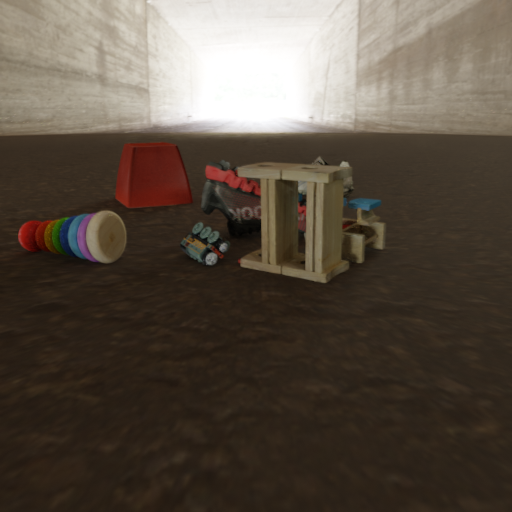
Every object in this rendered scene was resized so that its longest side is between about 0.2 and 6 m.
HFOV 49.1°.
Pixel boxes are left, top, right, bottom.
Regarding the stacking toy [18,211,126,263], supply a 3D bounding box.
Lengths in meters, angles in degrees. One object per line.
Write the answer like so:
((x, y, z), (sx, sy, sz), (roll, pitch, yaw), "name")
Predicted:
((-3.077, -0.292, 9.042), (1.908, 0.814, 0.814), (0, 14, 26), "stacking toy")

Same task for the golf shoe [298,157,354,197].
((1.575, -2.169, 15.128), (2.177, 1.058, 0.852), (6, 19, 25), "golf shoe")

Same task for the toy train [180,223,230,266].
((-0.813, -0.162, 8.839), (0.409, 0.547, 0.960), (43, -9, -38), "toy train")

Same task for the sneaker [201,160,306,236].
((0.093, -0.808, 10.489), (2.526, 1.234, 0.893), (23, 6, -5), "sneaker")

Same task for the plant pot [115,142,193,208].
((-2.626, -2.092, 14.092), (1.633, 1.441, 1.635), (-7, 17, -24), "plant pot")

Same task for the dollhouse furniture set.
((0.927, -0.709, 8.818), (1.539, 1.548, 2.196), (10, 19, 32), "dollhouse furniture set")
